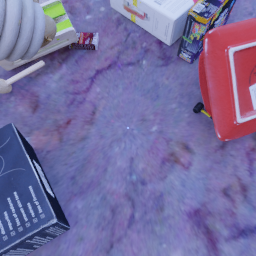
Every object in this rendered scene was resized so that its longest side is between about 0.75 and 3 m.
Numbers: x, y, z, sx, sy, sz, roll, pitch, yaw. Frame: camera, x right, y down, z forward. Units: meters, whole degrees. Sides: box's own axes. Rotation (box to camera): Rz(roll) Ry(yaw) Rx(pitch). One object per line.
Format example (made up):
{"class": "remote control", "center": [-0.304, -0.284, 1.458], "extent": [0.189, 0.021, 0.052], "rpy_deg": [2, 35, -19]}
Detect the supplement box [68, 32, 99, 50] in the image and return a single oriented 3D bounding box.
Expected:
{"class": "supplement box", "center": [-1.529, -2.979, 9.583], "extent": [0.992, 0.302, 0.540], "rpy_deg": [2, 64, 2]}

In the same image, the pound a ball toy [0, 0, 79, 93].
{"class": "pound a ball toy", "center": [-3.023, -2.461, 8.884], "extent": [2.966, 1.260, 1.934], "rpy_deg": [-25, 85, -3]}

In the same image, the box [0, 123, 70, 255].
{"class": "box", "center": [-3.168, 1.768, 6.491], "extent": [2.604, 1.642, 2.649], "rpy_deg": [-28, 67, -13]}

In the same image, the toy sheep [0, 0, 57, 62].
{"class": "toy sheep", "center": [-2.951, -2.478, 6.225], "extent": [2.952, 2.036, 2.036], "rpy_deg": [1, 57, -41]}

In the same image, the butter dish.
{"class": "butter dish", "center": [3.071, -1.453, 7.934], "extent": [2.919, 2.158, 2.911], "rpy_deg": [-18, 106, -15]}

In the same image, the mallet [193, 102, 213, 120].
{"class": "mallet", "center": [2.464, -0.408, 8.404], "extent": [1.045, 0.215, 0.344], "rpy_deg": [31, 65, 9]}

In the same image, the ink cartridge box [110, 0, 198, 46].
{"class": "ink cartridge box", "center": [1.068, -4.588, 9.855], "extent": [2.913, 1.215, 2.114], "rpy_deg": [40, 70, 17]}

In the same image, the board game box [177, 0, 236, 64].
{"class": "board game box", "center": [2.606, -3.480, 8.911], "extent": [0.665, 1.939, 2.346], "rpy_deg": [35, 69, 16]}
